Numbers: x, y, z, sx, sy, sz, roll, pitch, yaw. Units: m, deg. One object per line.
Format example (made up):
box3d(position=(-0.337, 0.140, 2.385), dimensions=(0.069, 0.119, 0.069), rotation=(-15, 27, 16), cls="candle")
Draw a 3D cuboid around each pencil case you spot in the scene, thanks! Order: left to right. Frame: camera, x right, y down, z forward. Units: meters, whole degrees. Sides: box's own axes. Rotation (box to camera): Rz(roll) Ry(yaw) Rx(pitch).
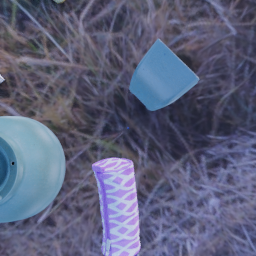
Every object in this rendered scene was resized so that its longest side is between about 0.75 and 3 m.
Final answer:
box3d(position=(-0.232, 1.503, 5.209), dimensions=(0.810, 0.795, 1.894), rotation=(-12, 100, -43), cls="pencil case")

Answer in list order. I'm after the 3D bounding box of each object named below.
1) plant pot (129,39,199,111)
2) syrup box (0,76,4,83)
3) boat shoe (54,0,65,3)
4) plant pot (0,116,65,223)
box3d(position=(0.784, -1.138, 6.890), dimensions=(1.326, 1.299, 1.302), rotation=(-45, 85, 12), cls="plant pot")
box3d(position=(-4.499, -0.967, 6.964), dimensions=(2.426, 0.988, 0.955), rotation=(-37, 86, -3), cls="syrup box")
box3d(position=(-2.263, -3.908, 7.582), dimensions=(1.319, 0.415, 0.481), rotation=(39, 85, 4), cls="boat shoe")
box3d(position=(-2.945, 0.916, 6.354), dimensions=(2.652, 1.777, 2.652), rotation=(0, 83, 1), cls="plant pot")
